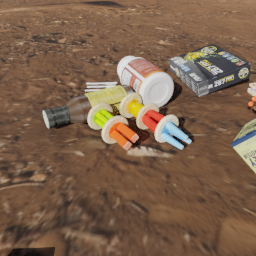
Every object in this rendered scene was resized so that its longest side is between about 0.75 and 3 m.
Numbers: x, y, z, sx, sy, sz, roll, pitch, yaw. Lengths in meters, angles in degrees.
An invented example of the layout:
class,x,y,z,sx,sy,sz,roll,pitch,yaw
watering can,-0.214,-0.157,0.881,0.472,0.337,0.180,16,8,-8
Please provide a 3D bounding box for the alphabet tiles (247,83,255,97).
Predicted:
class,x,y,z,sx,sy,sz,roll,pitch,yaw
alphabet tiles,5.444,-1.316,10.287,1.869,0.136,1.828,-8,34,-11

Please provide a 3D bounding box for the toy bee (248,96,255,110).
class,x,y,z,sx,sy,sz,roll,pitch,yaw
toy bee,4.033,-0.440,8.026,1.094,1.317,2.012,17,6,-15

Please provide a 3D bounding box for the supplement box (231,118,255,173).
class,x,y,z,sx,sy,sz,roll,pitch,yaw
supplement box,3.280,0.377,6.725,1.089,0.731,1.088,49,52,3

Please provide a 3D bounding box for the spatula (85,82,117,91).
class,x,y,z,sx,sy,sz,roll,pitch,yaw
spatula,-1.018,-1.597,10.746,1.234,0.099,0.858,-1,35,-2

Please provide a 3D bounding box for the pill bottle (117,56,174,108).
class,x,y,z,sx,sy,sz,roll,pitch,yaw
pill bottle,0.503,-1.714,9.844,1.283,1.283,2.287,-14,37,-20

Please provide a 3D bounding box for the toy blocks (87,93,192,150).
class,x,y,z,sx,sy,sz,roll,pitch,yaw
toy blocks,0.322,0.005,7.659,2.000,0.871,2.400,-22,40,-30

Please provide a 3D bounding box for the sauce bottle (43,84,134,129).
class,x,y,z,sx,sy,sz,roll,pitch,yaw
sauce bottle,-1.152,-0.651,8.584,2.813,0.910,0.910,-16,37,-25

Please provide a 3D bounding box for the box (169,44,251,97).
class,x,y,z,sx,sy,sz,roll,pitch,yaw
box,3.110,-2.378,11.070,2.129,0.649,2.642,-22,37,-4
